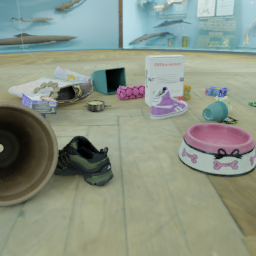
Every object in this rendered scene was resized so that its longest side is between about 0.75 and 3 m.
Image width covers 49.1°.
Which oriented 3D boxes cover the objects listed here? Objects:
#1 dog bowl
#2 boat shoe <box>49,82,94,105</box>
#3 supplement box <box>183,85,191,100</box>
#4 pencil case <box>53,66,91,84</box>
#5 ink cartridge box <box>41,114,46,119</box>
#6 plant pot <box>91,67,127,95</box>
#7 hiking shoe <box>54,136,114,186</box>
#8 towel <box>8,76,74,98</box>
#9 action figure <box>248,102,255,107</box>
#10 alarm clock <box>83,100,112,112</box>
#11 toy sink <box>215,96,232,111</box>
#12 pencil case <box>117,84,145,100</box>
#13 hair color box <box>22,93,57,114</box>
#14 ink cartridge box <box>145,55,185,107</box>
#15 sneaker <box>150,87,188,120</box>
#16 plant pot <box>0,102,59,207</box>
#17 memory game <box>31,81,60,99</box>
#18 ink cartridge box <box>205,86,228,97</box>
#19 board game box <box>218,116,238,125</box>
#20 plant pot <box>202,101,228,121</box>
[{"bbox_3d":[2.781,0.555,8.725,2.367,0.873,2.367,1,21,0],"label":"dog bowl"},{"bbox_3d":[-2.931,-1.822,14.611,2.788,1.002,0.830,-19,8,-31],"label":"boat shoe"},{"bbox_3d":[2.559,-2.218,16.222,0.799,0.773,2.323,-15,25,-34],"label":"supplement box"},{"bbox_3d":[-3.444,-3.016,17.335,2.289,0.952,1.038,19,-3,3],"label":"pencil case"},{"bbox_3d":[-4.699,-0.442,11.855,2.367,0.523,1.113,14,23,32],"label":"ink cartridge box"},{"bbox_3d":[-1.334,-2.965,17.349,1.464,1.465,2.072,-16,19,-36],"label":"plant pot"},{"bbox_3d":[-1.464,0.707,7.803,2.433,1.225,0.921,11,23,26],"label":"hiking shoe"},{"bbox_3d":[-4.795,-2.209,15.682,2.766,0.446,2.642,17,36,33],"label":"towel"},{"bbox_3d":[6.783,-1.243,14.321,1.210,0.331,0.715,0,23,9],"label":"action figure"},{"bbox_3d":[-1.445,-1.065,13.639,1.313,0.437,0.886,1,20,7],"label":"alarm clock"},{"bbox_3d":[4.431,-1.182,12.912,0.443,0.791,0.516,-29,3,30],"label":"toy sink"},{"bbox_3d":[0.238,-2.051,15.724,1.700,0.796,0.771,-12,17,-31],"label":"pencil case"},{"bbox_3d":[-3.840,-1.067,12.050,1.042,0.618,1.906,0,16,-33],"label":"hair color box"},{"bbox_3d":[1.845,-2.438,14.336,1.817,2.495,1.058,-4,21,-11],"label":"ink cartridge box"},{"bbox_3d":[1.995,-1.261,12.883,0.862,1.356,2.379,17,25,41],"label":"sneaker"},{"bbox_3d":[-3.204,0.601,7.204,2.380,2.380,2.076,-12,5,-29],"label":"plant pot"},{"bbox_3d":[-4.216,-1.561,13.816,2.022,0.129,2.022,-15,49,17],"label":"memory game"},{"bbox_3d":[5.274,-2.136,16.461,1.232,0.470,0.841,18,27,35],"label":"ink cartridge box"},{"bbox_3d":[4.149,-0.444,12.408,0.702,0.157,1.340,-9,22,-16],"label":"board game box"},{"bbox_3d":[3.544,-0.633,11.560,0.789,0.840,0.840,-17,26,-33],"label":"plant pot"}]
